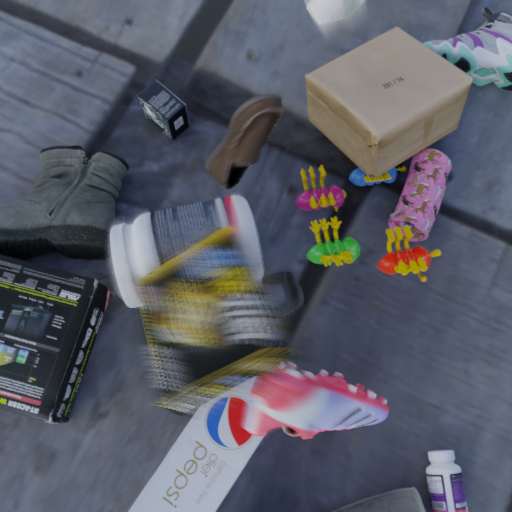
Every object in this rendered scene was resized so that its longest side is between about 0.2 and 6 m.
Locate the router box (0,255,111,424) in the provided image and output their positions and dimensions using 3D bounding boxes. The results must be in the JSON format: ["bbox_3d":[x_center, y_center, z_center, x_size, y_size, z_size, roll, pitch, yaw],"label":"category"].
[{"bbox_3d":[-4.149,1.193,9.025,3.024,0.939,2.266,14,74,5],"label":"router box"}]

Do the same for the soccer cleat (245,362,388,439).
[{"bbox_3d":[0.910,2.191,8.026,0.881,2.642,1.010,23,89,49],"label":"soccer cleat"}]

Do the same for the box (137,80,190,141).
[{"bbox_3d":[-1.680,-2.663,10.273,0.768,0.781,0.484,43,78,12],"label":"box"}]

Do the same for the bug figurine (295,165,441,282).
[{"bbox_3d":[1.797,-0.644,9.532,2.141,0.710,2.761,-6,57,-6],"label":"bug figurine"}]

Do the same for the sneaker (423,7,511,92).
[{"bbox_3d":[4.231,-4.123,10.721,2.354,0.915,1.646,11,72,-6],"label":"sneaker"}]

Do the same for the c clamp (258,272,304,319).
[{"bbox_3d":[0.052,0.618,8.005,1.228,1.438,0.195,-21,112,-4],"label":"c clamp"}]

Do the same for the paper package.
[{"bbox_3d":[2.240,-2.713,9.790,2.137,1.105,2.036,-31,60,-14],"label":"paper package"}]

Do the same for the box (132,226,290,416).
[{"bbox_3d":[-0.663,0.799,7.369,1.625,0.502,2.035,-28,52,7],"label":"box"}]

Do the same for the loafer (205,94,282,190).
[{"bbox_3d":[-0.103,-1.716,8.713,0.688,1.883,0.668,-11,65,-37],"label":"loafer"}]

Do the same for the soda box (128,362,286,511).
[{"bbox_3d":[-0.633,2.927,8.417,1.041,1.114,3.270,32,76,9],"label":"soda box"}]

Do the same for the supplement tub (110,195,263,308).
[{"bbox_3d":[-1.090,-0.046,9.080,2.205,1.547,1.547,-12,74,-4],"label":"supplement tub"}]

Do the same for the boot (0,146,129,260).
[{"bbox_3d":[-3.798,-0.999,9.785,2.983,1.010,1.949,4,68,-7],"label":"boot"}]

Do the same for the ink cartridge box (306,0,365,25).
[{"bbox_3d":[1.243,-3.816,8.307,0.844,0.616,0.356,-32,85,-40],"label":"ink cartridge box"}]

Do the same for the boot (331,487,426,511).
[{"bbox_3d":[1.227,4.895,7.992,2.920,1.059,2.655,-5,75,-8],"label":"boot"}]

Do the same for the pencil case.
[{"bbox_3d":[2.897,-1.081,9.869,0.677,0.707,1.635,9,69,42],"label":"pencil case"}]

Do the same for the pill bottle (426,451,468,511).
[{"bbox_3d":[2.893,3.481,8.561,0.522,0.522,0.936,-3,74,-1],"label":"pill bottle"}]
